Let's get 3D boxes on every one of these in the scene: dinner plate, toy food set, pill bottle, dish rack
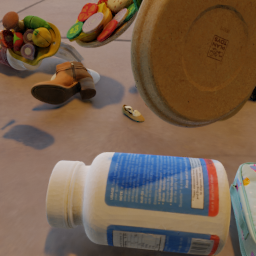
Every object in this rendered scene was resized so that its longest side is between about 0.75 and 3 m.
[{"bbox_3d":[-1.961,-1.917,10.419,1.817,0.220,1.817,1,35,-1],"label":"dinner plate"},{"bbox_3d":[-0.705,-3.506,8.693,2.568,0.625,2.542,-6,57,32],"label":"toy food set"},{"bbox_3d":[1.096,-1.154,3.934,2.402,2.378,0.584,-6,22,-23],"label":"toy food set"},{"bbox_3d":[0.146,1.253,4.958,2.880,1.616,1.616,5,37,4],"label":"pill bottle"},{"bbox_3d":[-2.446,-2.149,6.396,1.869,0.611,1.100,23,86,22],"label":"toy food set"},{"bbox_3d":[-2.796,-3.039,10.997,1.927,0.419,1.654,22,-2,11],"label":"dish rack"},{"bbox_3d":[-4.448,-3.006,10.972,2.251,1.272,1.272,24,43,28],"label":"pill bottle"}]

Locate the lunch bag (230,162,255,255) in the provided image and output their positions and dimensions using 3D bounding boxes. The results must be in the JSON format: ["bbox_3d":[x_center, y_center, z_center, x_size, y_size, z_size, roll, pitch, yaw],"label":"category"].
[{"bbox_3d":[2.815,1.601,5.157,1.719,0.826,2.144,3,36,8],"label":"lunch bag"}]

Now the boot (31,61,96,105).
[{"bbox_3d":[-2.224,-1.604,9.305,2.132,0.785,1.649,-3,48,-29],"label":"boot"}]

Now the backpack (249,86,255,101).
[{"bbox_3d":[4.036,-1.286,9.266,0.828,0.691,0.524,13,18,21],"label":"backpack"}]

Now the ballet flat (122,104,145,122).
[{"bbox_3d":[0.135,-0.450,8.370,0.882,0.278,0.303,28,45,32],"label":"ballet flat"}]

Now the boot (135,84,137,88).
[{"bbox_3d":[1.278,-2.622,9.817,2.615,2.023,0.963,-30,46,-34],"label":"boot"}]
